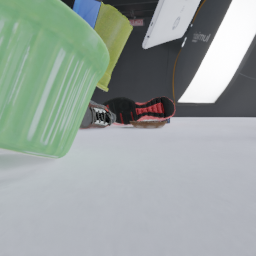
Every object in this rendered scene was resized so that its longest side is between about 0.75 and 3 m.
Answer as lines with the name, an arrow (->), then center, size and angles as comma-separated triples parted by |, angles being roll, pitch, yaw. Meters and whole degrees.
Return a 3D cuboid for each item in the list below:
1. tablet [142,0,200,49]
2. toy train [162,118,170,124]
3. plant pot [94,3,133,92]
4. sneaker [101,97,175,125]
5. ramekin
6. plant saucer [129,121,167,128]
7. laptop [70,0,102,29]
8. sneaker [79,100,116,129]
tablet -> 1.316, -3.049, 7.310 | 0.187, 1.779, 2.734 | 34, 35, 15
toy train -> 1.221, -0.468, 12.523 | 1.364, 0.591, 0.779 | -1, 9, -9
plant pot -> -1.192, -3.022, 9.832 | 2.648, 2.434, 2.648 | 33, 7, -5
sneaker -> 0.298, -0.474, 10.950 | 2.971, 1.095, 1.289 | -2, -18, -13
ramekin -> -1.251, -0.440, 2.328 | 2.023, 0.988, 2.023 | 16, -6, 2
plant saucer -> 0.613, -0.106, 8.522 | 1.141, 0.209, 1.141 | 0, 2, 0
laptop -> -0.270, -2.914, 6.985 | 2.935, 1.516, 2.601 | -14, 18, 12
sneaker -> -0.905, -0.409, 8.058 | 0.994, 0.935, 2.428 | 7, 5, 11
